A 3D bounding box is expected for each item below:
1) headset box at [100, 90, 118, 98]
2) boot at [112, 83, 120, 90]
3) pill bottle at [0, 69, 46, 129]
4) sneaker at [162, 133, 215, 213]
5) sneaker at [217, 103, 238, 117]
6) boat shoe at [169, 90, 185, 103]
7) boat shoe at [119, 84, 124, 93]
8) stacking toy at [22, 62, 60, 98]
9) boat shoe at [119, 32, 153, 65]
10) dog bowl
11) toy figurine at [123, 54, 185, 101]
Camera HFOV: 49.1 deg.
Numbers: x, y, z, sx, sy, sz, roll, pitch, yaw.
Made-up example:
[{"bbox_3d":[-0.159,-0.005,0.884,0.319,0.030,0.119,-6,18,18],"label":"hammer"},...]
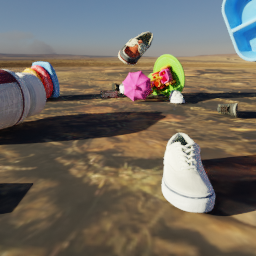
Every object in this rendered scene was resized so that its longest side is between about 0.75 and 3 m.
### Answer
[{"bbox_3d":[-0.820,-1.509,12.497,0.761,0.294,0.566,-5,15,-12],"label":"headset box"},{"bbox_3d":[-0.452,-2.211,15.017,0.776,0.434,1.121,3,15,-8],"label":"boot"},{"bbox_3d":[-3.415,-0.661,6.855,1.500,1.500,2.739,7,16,24],"label":"pill bottle"},{"bbox_3d":[0.782,0.529,3.990,0.658,0.638,1.801,0,15,-1],"label":"sneaker"},{"bbox_3d":[3.094,-0.549,8.718,0.607,0.427,1.143,0,4,20],"label":"sneaker"},{"bbox_3d":[1.941,-1.288,11.324,0.510,0.453,1.387,-2,15,-9],"label":"boat shoe"},{"bbox_3d":[-0.194,-2.086,14.422,0.488,0.434,1.327,-2,15,-10],"label":"boat shoe"},{"bbox_3d":[-4.309,-1.612,11.392,1.488,1.573,2.711,10,31,41],"label":"stacking toy"},{"bbox_3d":[0.287,-2.476,8.586,0.647,0.569,1.817,42,40,-2],"label":"boat shoe"},{"bbox_3d":[3.540,-3.014,8.086,0.591,2.383,1.328,-27,7,-39],"label":"dog bowl"},{"bbox_3d":[0.727,-1.863,11.867,2.313,1.887,2.513,-20,1,-31],"label":"toy figurine"}]
